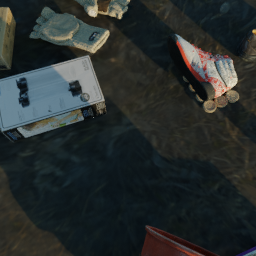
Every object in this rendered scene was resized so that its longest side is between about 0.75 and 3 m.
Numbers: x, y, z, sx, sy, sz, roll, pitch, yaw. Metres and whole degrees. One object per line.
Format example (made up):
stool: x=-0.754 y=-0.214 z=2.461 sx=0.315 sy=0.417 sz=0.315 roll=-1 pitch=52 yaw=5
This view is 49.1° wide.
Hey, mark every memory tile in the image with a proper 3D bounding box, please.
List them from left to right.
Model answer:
memory tile: x=2.351 y=-1.191 z=8.033 sx=1.121 sy=0.123 sz=1.462 roll=-24 pitch=70 yaw=-9

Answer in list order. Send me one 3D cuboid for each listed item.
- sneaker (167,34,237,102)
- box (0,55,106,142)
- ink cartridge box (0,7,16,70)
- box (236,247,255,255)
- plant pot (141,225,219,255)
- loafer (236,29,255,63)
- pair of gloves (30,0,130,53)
sneaker: x=2.093 y=-1.876 z=7.863 sx=1.190 sy=0.741 sz=2.220 roll=-26 pitch=73 yaw=-12
box: x=-2.068 y=-0.801 z=7.502 sx=2.645 sy=0.795 sz=1.543 roll=-18 pitch=69 yaw=-8
ink cartridge box: x=-4.263 y=-2.630 z=8.307 sx=1.531 sy=0.698 sz=1.858 roll=-3 pitch=68 yaw=0
box: x=3.124 y=3.069 z=6.073 sx=1.503 sy=0.294 sz=1.028 roll=-17 pitch=72 yaw=-12
plant pot: x=0.978 y=3.331 z=5.171 sx=2.269 sy=2.269 sz=2.207 roll=21 pitch=77 yaw=8
loafer: x=4.512 y=-2.378 z=8.100 sx=2.467 sy=0.892 sz=0.898 roll=-1 pitch=67 yaw=-1
pair of gloves: x=-1.411 y=-3.562 z=8.770 sx=2.505 sy=0.517 sz=2.947 roll=19 pitch=62 yaw=14
